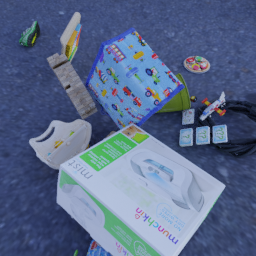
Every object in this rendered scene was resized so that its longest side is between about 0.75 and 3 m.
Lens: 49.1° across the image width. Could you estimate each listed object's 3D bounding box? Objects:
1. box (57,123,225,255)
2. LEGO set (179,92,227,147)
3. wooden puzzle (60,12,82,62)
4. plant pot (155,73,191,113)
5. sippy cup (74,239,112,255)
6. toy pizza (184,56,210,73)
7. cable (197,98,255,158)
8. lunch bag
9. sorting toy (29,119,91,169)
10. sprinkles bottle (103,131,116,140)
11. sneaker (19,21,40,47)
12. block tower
[{"bbox_3d":[0.252,1.561,6.522,2.889,1.397,2.549,35,40,25],"label":"box"},{"bbox_3d":[2.295,-0.368,8.670,1.405,0.461,1.880,-8,52,27],"label":"LEGO set"},{"bbox_3d":[-2.038,-2.979,10.037,0.322,1.728,1.599,19,59,-3],"label":"wooden puzzle"},{"bbox_3d":[1.278,-1.025,9.205,1.182,1.228,1.228,-18,53,2],"label":"plant pot"},{"bbox_3d":[-0.574,2.928,6.225,1.128,0.886,0.827,35,36,-23],"label":"sippy cup"},{"bbox_3d":[2.689,-2.510,10.915,1.023,0.162,1.023,0,52,0],"label":"toy pizza"},{"bbox_3d":[3.265,-0.076,8.755,2.487,0.632,2.029,25,64,28],"label":"cable"},{"bbox_3d":[-0.172,-0.975,7.875,2.061,2.738,1.288,49,53,0],"label":"lunch bag"},{"bbox_3d":[-2.093,0.377,8.267,1.498,0.889,1.664,28,57,30],"label":"sorting toy"},{"bbox_3d":[-0.765,0.714,8.134,0.500,0.500,1.465,32,58,23],"label":"sprinkles bottle"},{"bbox_3d":[-4.164,-4.045,11.873,0.633,0.580,1.487,7,52,6],"label":"sneaker"},{"bbox_3d":[-1.646,-1.268,8.333,0.544,0.582,2.013,-31,85,-9],"label":"block tower"}]
